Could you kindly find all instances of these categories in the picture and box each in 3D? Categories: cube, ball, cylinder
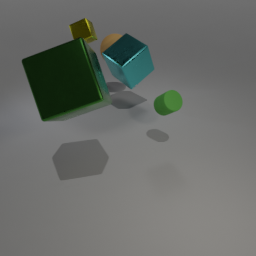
[{"bbox_3d":[-1.316,-1.024,6.466,1.400,1.400,1.400,-19,1,5],"label":"cube"},{"bbox_3d":[-0.598,-3.661,13.047,1.400,1.400,1.400,0,30,0],"label":"ball"},{"bbox_3d":[0.035,-2.777,11.689,1.400,1.400,1.400,-42,56,-9],"label":"cube"},{"bbox_3d":[1.301,-0.811,9.140,0.700,0.700,0.700,-16,-3,-26],"label":"cylinder"},{"bbox_3d":[-1.648,-3.545,10.404,0.700,0.700,0.700,-18,4,14],"label":"cube"}]
